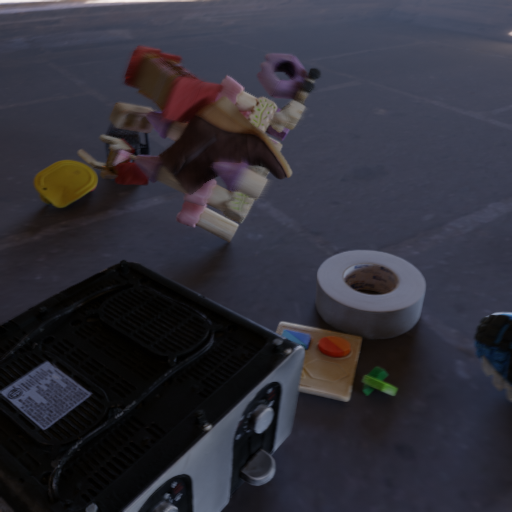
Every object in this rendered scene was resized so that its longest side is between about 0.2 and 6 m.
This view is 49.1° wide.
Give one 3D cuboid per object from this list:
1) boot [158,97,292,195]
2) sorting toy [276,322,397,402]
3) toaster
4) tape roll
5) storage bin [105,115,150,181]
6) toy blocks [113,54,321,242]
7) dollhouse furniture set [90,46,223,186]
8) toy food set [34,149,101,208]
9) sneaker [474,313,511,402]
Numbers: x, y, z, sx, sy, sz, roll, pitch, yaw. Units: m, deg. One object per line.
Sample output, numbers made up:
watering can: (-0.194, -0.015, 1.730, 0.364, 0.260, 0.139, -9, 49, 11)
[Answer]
boot: (-0.546, -1.624, 9.828, 1.661, 0.722, 1.997, -45, 79, 2)
sorting toy: (1.143, 1.564, 8.425, 1.967, 0.290, 1.454, 9, 34, 14)
toaster: (-1.677, 1.806, 6.420, 3.506, 2.080, 3.170, 23, 40, 31)
tape roll: (1.930, 0.620, 9.591, 1.802, 0.595, 1.802, -1, 33, 0)
storage bin: (-3.236, -2.770, 14.220, 0.831, 1.198, 1.773, -2, 33, -3)
toy blocks: (-0.843, -2.304, 10.573, 2.577, 3.061, 2.860, 28, 70, -5)
dollhouse furniture set: (-1.943, -2.414, 10.607, 1.075, 2.643, 1.422, -4, 41, -50)
toy food set: (-4.381, -1.654, 13.179, 1.115, 0.619, 1.895, 34, 42, 6)
sneaker: (4.812, 1.673, 7.667, 3.512, 1.317, 1.522, 25, 27, 28)
